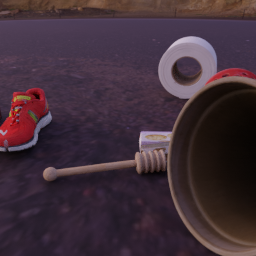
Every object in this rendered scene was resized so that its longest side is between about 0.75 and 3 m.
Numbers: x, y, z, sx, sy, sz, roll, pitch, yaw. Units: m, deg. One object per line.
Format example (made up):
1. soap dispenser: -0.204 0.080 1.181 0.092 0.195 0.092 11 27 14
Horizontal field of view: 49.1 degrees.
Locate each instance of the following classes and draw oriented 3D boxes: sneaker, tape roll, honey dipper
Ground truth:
1. sneaker: -2.694 -0.301 6.955 1.030 1.136 2.676 0 25 0
2. tape roll: 2.132 -2.148 9.873 1.938 1.938 1.330 7 26 14
3. honey dipper: -0.449 0.774 5.551 2.399 0.456 0.456 -6 26 -8

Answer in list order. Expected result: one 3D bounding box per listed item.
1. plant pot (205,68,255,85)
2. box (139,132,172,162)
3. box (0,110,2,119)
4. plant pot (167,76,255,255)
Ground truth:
1. plant pot: 2.644 -0.477 6.930 1.590 1.590 1.448 4 35 9
2. box: 1.597 0.421 6.151 2.697 0.522 0.559 1 25 2
3. box: -4.326 -0.403 7.599 0.590 0.788 1.574 15 30 28
4. plant pot: 2.111 0.574 4.221 2.060 2.374 2.374 7 21 -26
